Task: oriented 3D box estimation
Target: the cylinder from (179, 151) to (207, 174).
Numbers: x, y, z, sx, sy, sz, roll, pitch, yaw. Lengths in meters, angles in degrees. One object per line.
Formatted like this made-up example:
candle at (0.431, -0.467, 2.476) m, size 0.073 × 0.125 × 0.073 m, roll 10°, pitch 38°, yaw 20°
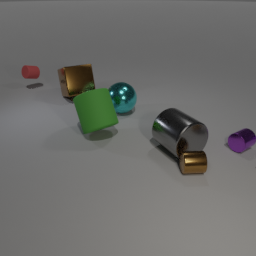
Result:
cylinder at (2.023, 1.065, 8.722) m, size 0.700 × 0.700 × 0.700 m, roll -2°, pitch 28°, yaw -3°

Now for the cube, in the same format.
cube at (-2.579, -2.367, 13.993) m, size 1.400 × 1.400 × 1.400 m, roll -13°, pitch 12°, yaw -24°

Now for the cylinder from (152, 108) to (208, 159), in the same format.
cylinder at (1.764, 0.190, 9.615) m, size 1.400 × 1.400 × 1.400 m, roll -15°, pitch 31°, yaw -25°

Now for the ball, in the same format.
ball at (-0.299, -1.345, 12.515) m, size 1.400 × 1.400 × 1.400 m, roll 0°, pitch 28°, yaw 0°

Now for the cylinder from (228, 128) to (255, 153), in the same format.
cylinder at (4.029, 0.432, 9.905) m, size 0.700 × 0.700 × 0.700 m, roll -19°, pitch 33°, yaw -32°

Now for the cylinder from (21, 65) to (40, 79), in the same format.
cylinder at (-5.274, -3.026, 15.184) m, size 0.700 × 0.700 × 0.700 m, roll 20°, pitch 18°, yaw 33°

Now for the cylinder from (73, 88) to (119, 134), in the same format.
cylinder at (-1.216, -0.635, 10.646) m, size 1.400 × 1.400 × 1.400 m, roll -18°, pitch -1°, yaw 0°
